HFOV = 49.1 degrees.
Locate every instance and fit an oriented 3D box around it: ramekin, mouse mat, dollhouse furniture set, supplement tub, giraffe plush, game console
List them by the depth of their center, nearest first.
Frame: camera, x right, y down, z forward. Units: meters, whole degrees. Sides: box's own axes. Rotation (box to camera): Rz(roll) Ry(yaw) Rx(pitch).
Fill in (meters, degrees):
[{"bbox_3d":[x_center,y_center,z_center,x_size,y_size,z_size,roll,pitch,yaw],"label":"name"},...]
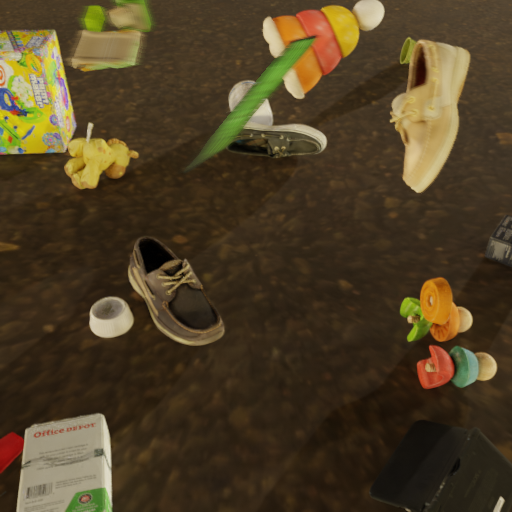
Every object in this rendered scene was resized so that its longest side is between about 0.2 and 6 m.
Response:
[{"bbox_3d":[2.339,2.821,6.878,1.243,0.822,1.413,47,52,6],"label":"game console"},{"bbox_3d":[-0.048,-2.030,7.446,0.082,2.187,1.760,42,29,-3],"label":"mouse mat"},{"bbox_3d":[-2.056,-3.182,8.343,0.887,0.685,1.775,2,58,5],"label":"dollhouse furniture set"},{"bbox_3d":[-2.357,0.963,9.064,0.702,0.327,0.702,1,39,0],"label":"ramekin"},{"bbox_3d":[-3.376,-2.170,12.486,1.187,1.464,1.263,-1,39,-50],"label":"giraffe plush"},{"bbox_3d":[-0.160,-3.799,14.522,1.020,1.020,1.545,-4,39,-5],"label":"supplement tub"}]

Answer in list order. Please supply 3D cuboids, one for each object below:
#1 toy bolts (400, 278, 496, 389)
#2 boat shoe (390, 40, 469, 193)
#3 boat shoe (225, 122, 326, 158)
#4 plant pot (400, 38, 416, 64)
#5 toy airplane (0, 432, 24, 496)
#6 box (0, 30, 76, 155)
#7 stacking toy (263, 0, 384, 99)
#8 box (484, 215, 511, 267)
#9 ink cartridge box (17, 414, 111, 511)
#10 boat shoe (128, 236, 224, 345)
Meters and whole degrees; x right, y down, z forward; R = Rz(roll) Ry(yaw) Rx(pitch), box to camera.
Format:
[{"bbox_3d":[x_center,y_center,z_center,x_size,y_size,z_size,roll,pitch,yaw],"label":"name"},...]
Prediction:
[{"bbox_3d":[2.942,1.128,8.195,1.045,1.439,1.506,1,56,-9],"label":"toy bolts"},{"bbox_3d":[2.737,-2.402,9.343,1.000,1.066,2.891,21,65,-6],"label":"boat shoe"},{"bbox_3d":[0.431,-2.665,13.379,2.427,0.833,0.687,9,59,13],"label":"boat shoe"},{"bbox_3d":[5.272,-6.652,18.422,0.793,0.835,0.835,11,38,-7],"label":"plant pot"},{"bbox_3d":[-3.805,2.639,6.960,1.724,0.317,1.724,1,37,-1],"label":"toy airplane"},{"bbox_3d":[-5.896,-3.885,13.411,2.419,2.512,1.532,-2,38,-3],"label":"box"},{"bbox_3d":[1.446,-4.328,11.116,2.322,1.696,1.696,-23,38,10],"label":"stacking toy"},{"bbox_3d":[4.879,-0.231,10.440,0.854,0.488,0.938,24,44,29],"label":"box"},{"bbox_3d":[-2.261,2.670,6.720,0.984,0.557,1.342,-8,39,-9],"label":"ink cartridge box"},{"bbox_3d":[-1.422,0.514,9.158,0.923,0.909,2.478,-27,46,-30],"label":"boat shoe"}]
